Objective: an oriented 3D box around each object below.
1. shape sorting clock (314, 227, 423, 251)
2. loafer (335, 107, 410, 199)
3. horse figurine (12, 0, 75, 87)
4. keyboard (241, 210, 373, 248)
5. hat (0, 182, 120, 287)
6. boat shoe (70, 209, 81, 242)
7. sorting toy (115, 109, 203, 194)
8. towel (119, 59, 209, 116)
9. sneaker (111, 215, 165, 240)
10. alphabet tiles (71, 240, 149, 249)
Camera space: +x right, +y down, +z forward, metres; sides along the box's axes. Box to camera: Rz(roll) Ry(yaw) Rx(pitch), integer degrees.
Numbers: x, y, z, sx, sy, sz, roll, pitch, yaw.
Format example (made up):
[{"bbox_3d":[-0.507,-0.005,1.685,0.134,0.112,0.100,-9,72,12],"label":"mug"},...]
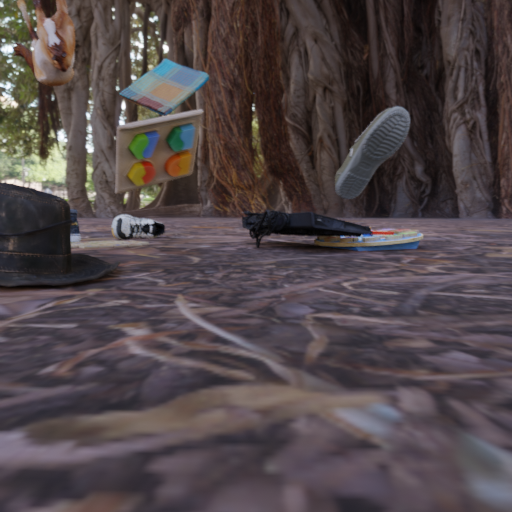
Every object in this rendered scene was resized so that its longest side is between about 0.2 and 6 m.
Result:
[{"bbox_3d":[2.732,-0.458,13.743,2.627,0.515,2.627,0,5,0],"label":"shape sorting clock"},{"bbox_3d":[2.518,-2.434,12.791,0.893,2.376,0.828,26,26,-27],"label":"loafer"},{"bbox_3d":[-3.078,-3.178,8.259,0.628,1.666,2.514,-18,1,-28],"label":"horse figurine"},{"bbox_3d":[0.736,-0.495,13.441,2.240,0.853,4.304,12,-3,-21],"label":"keyboard"},{"bbox_3d":[-3.719,-0.384,7.865,3.556,1.435,3.556,0,6,0],"label":"hat"},{"bbox_3d":[-5.568,-0.790,14.744,0.736,0.944,2.079,-4,1,31],"label":"boat shoe"},{"bbox_3d":[-1.788,-1.866,10.353,1.633,0.322,1.764,-20,-28,-29],"label":"sorting toy"},{"bbox_3d":[-1.814,-3.417,11.261,1.160,0.172,1.581,25,52,16],"label":"towel"},{"bbox_3d":[-3.586,-0.893,17.288,0.891,0.769,2.032,3,6,25],"label":"sneaker"},{"bbox_3d":[-4.038,-0.305,14.500,2.252,0.071,1.874,-4,6,-36],"label":"alphabet tiles"}]
